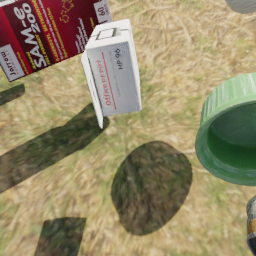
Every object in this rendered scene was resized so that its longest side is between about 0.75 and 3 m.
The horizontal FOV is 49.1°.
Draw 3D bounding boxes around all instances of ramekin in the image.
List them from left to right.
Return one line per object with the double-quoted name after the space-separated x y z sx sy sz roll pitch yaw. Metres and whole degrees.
1.997 -2.731 4.517 0.920 1.753 1.753 -16 56 40 "ramekin"
1.709 0.017 3.799 1.554 1.554 0.759 11 43 5 "ramekin"

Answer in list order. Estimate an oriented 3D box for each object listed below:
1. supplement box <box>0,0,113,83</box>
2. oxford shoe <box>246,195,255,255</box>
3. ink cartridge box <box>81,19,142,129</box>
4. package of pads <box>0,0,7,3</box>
-1.482 -1.949 5.363 2.327 1.266 0.708 -27 36 -15 "supplement box"
2.290 1.912 3.568 2.366 0.890 0.683 51 43 -4 "oxford shoe"
-0.159 -0.811 3.837 0.557 0.952 1.642 -9 31 7 "ink cartridge box"
-2.721 -2.893 6.416 0.886 1.147 0.391 -47 45 7 "package of pads"
